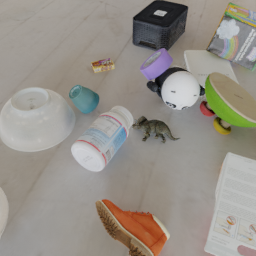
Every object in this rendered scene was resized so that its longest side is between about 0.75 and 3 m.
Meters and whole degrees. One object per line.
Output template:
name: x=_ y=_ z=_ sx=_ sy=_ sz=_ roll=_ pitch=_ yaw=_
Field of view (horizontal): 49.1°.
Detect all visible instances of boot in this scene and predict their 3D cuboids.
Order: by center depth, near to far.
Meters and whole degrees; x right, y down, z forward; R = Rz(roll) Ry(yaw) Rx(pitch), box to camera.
boot: x=0.079 y=2.172 z=6.439 sx=1.832 sy=0.687 sz=0.982 roll=38 pitch=51 yaw=23

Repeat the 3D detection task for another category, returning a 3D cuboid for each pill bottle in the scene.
pill bottle: x=-0.644 y=0.233 z=8.002 sx=1.049 sy=1.049 sz=1.929 roll=22 pitch=49 yaw=20

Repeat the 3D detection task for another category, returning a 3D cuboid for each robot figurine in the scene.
robot figurine: x=1.565 y=-1.340 z=9.215 sx=1.530 sy=1.270 sz=2.036 roll=-34 pitch=22 yaw=6

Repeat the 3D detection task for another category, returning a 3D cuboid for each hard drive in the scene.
hard drive: x=3.199 y=-2.247 z=10.935 sx=1.677 sy=0.334 sz=2.544 roll=1 pitch=45 yaw=0

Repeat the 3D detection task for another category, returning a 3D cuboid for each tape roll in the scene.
tape roll: x=0.942 y=-2.136 z=9.385 sx=1.073 sy=0.456 sz=1.073 roll=-38 pitch=21 yaw=18

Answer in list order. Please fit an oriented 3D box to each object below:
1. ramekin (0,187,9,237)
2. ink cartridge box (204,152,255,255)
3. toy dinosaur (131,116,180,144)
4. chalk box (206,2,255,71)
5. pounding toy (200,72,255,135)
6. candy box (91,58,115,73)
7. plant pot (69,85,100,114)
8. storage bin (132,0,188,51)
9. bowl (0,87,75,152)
ramekin: x=-3.877 y=2.113 z=5.333 sx=2.858 sy=1.393 sz=2.858 roll=14 pitch=25 yaw=-7
ink cartridge box: x=3.143 y=2.078 z=6.632 sx=2.197 sy=0.679 sz=2.709 roll=17 pitch=58 yaw=16
toy dinosaur: x=0.825 y=0.014 z=8.543 sx=1.582 sy=0.609 sz=0.809 roll=5 pitch=59 yaw=11
chalk box: x=4.743 y=-3.502 z=11.042 sx=2.621 sy=1.631 sz=1.623 roll=26 pitch=45 yaw=6
pounding toy: x=3.223 y=-0.409 z=8.774 sx=2.727 sy=1.265 sz=2.105 roll=33 pitch=36 yaw=-8
candy box: x=-1.015 y=-2.518 z=11.276 sx=0.852 sy=0.240 sz=0.497 roll=-15 pitch=48 yaw=-12
plant pot: x=-1.477 y=-0.999 z=9.136 sx=0.814 sy=0.765 sz=0.814 roll=-17 pitch=56 yaw=26
storage bin: x=1.472 y=-4.695 z=12.745 sx=1.751 sy=1.214 sz=2.590 roll=22 pitch=49 yaw=20
bowl: x=-2.918 y=-0.515 z=8.728 sx=2.418 sy=1.087 sz=2.418 roll=0 pitch=45 yaw=0
